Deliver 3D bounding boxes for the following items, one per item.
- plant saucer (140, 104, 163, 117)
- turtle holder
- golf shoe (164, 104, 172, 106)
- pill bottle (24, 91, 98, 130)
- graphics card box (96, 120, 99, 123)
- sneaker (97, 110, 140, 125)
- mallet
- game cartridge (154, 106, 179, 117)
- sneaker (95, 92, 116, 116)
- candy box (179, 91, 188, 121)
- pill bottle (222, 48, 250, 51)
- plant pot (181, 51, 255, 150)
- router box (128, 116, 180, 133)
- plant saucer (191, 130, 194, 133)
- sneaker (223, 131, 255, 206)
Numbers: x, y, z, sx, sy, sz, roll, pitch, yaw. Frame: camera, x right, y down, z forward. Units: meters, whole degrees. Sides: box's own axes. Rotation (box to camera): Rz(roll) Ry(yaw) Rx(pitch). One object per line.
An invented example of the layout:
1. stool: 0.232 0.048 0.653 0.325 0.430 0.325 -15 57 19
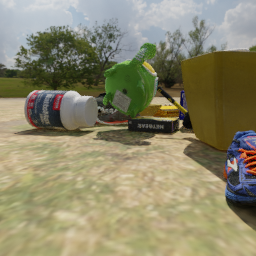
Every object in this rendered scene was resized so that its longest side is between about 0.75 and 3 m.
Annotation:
1. plant saucer: -0.094 -0.864 13.781 2.623 0.636 2.623 -7 11 -40
2. turtle holder: 0.166 -1.644 9.381 1.735 2.283 1.621 9 32 32
3. golf shoe: 2.752 -1.325 17.877 0.942 0.445 0.366 3 7 12
4. pill bottle: -2.181 -0.594 9.324 2.168 1.296 1.296 3 8 19
5. graphics card box: -1.634 -0.414 11.661 0.754 0.306 1.202 -2 7 -17
6. sneaker: -0.353 -0.501 10.758 1.727 0.707 0.666 -1 8 3
7. mallet: 1.389 -0.625 8.273 0.361 0.577 1.752 -7 36 -37
8. game cartridge: 2.083 -0.933 15.241 2.475 0.455 2.807 -5 7 -32
9. sneaker: -0.979 -0.989 11.047 2.454 1.110 0.816 9 -22 -33
10. candy box: 3.475 -0.704 10.184 2.888 1.112 2.442 4 2 18
11. pill bottle: 2.474 -0.814 6.915 1.157 2.086 1.157 -7 6 1
12. plant pot: 2.651 -0.621 6.630 2.316 2.043 2.316 0 8 -7
13. router box: 0.871 -0.131 9.239 1.467 0.383 1.153 3 8 21
14. plant saucer: 2.735 0.013 8.674 1.506 0.267 1.506 0 8 0
15. sneaker: 1.568 0.459 3.586 0.722 0.752 1.918 0 8 9
